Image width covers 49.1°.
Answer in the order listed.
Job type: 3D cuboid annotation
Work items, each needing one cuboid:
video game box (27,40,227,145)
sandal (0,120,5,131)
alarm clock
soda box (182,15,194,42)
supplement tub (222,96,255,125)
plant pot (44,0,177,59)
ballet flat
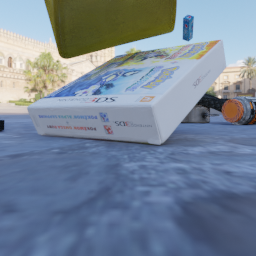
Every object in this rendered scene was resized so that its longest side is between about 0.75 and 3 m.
[{"bbox_3d":[0.074,-0.736,4.947,2.515,0.646,2.761,4,33,35],"label":"video game box"},{"bbox_3d":[-3.697,-0.255,6.256,2.584,0.618,0.971,2,4,29],"label":"sandal"},{"bbox_3d":[2.470,-0.554,10.705,1.660,0.819,2.461,-2,7,-31],"label":"alarm clock"},{"bbox_3d":[1.961,-3.254,9.140,0.252,0.786,0.267,33,61,31],"label":"soda box"},{"bbox_3d":[3.839,-0.562,9.122,1.508,0.924,0.924,-3,4,-31],"label":"supplement tub"},{"bbox_3d":[-0.440,-2.865,4.574,2.291,2.291,2.021,-16,-13,-7],"label":"plant pot"},{"bbox_3d":[2.954,-0.859,10.583,2.945,0.837,0.979,14,19,-2],"label":"ballet flat"}]
